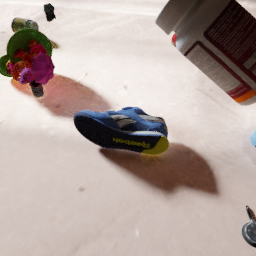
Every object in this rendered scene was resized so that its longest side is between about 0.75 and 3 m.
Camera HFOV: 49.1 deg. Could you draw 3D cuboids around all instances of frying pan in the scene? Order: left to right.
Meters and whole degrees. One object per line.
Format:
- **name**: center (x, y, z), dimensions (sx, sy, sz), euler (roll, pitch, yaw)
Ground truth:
- **frying pan**: center (2.837, 2.163, 6.153), dimensions (0.582, 0.157, 0.963), euler (18, 48, 18)

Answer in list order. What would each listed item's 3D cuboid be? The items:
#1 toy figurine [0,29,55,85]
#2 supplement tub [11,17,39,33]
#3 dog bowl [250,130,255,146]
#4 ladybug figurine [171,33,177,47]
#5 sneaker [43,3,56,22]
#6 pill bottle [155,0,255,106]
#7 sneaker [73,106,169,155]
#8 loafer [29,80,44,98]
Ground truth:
- **toy figurine**: center (-3.472, -2.180, 9.852), dimensions (2.240, 1.682, 2.062), euler (-36, 46, -3)
- **supplement tub**: center (-4.920, -4.822, 13.385), dimensions (1.090, 0.793, 0.793), euler (16, 44, 16)
- **dog bowl**: center (4.187, 0.534, 7.709), dimensions (1.031, 0.458, 1.849), euler (-7, 43, -8)
- **ladybug figurine**: center (2.442, -4.111, 12.816), dimensions (0.933, 0.495, 1.375), euler (9, 43, 10)
- **sneaker**: center (-2.741, -4.025, 9.913), dimensions (0.396, 0.593, 1.036), euler (-21, 37, -9)
- **pill bottle**: center (2.083, -1.935, 6.235), dimensions (2.838, 1.555, 1.555), euler (41, 49, -3)
- **sneaker**: center (-0.168, -0.051, 7.962), dimensions (2.742, 1.014, 1.128), euler (13, 49, 1)
- **loafer**: center (-3.317, -1.646, 10.080), dimensions (0.506, 0.505, 1.448), euler (-17, 45, -18)
